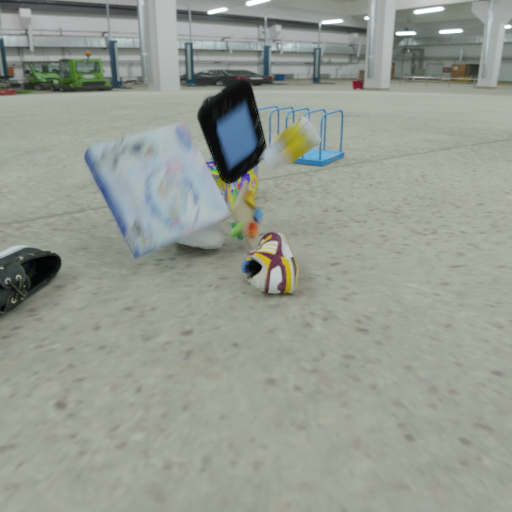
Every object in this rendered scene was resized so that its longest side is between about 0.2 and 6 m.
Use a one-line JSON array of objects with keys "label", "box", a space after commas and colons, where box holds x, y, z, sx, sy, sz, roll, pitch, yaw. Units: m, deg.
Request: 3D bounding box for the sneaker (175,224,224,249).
[{"label": "sneaker", "box": [-1.557, -1.205, 11.725, 1.119, 1.427, 2.872, 4, 28, -48]}]

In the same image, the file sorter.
[{"label": "file sorter", "box": [1.507, -4.398, 20.179, 2.872, 1.762, 1.993, 12, 23, 29]}]

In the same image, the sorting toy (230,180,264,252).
[{"label": "sorting toy", "box": [-0.164, -0.651, 11.103, 0.227, 1.138, 1.539, -7, 37, 22]}]

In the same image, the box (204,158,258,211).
[{"label": "box", "box": [-0.991, -1.882, 14.731, 1.538, 0.974, 1.597, 12, 25, 26]}]

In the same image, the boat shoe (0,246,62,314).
[{"label": "boat shoe", "box": [-3.960, 0.412, 8.905, 0.756, 0.916, 2.670, 2, 19, 4]}]

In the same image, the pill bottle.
[{"label": "pill bottle", "box": [0.664, -2.139, 10.826, 1.063, 0.595, 0.595, -35, 15, 16]}]

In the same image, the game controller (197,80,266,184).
[{"label": "game controller", "box": [-0.432, -2.447, 11.314, 1.242, 2.382, 0.502, -32, 61, -6]}]

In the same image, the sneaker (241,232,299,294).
[{"label": "sneaker", "box": [0.137, 0.057, 10.017, 0.884, 0.736, 1.963, 2, 19, -13]}]

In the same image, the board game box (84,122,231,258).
[{"label": "board game box", "box": [-1.788, -1.280, 10.425, 2.062, 2.072, 0.449, -25, -2, -33]}]
